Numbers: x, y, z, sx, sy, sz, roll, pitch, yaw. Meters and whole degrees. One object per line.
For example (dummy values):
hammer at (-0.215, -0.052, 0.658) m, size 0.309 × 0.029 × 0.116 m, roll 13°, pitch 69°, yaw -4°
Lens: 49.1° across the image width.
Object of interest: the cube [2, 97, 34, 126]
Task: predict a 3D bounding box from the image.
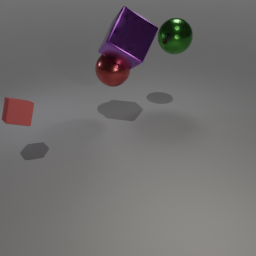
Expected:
cube at (-3.228, -0.483, 8.196) m, size 0.700 × 0.700 × 0.700 m, roll 7°, pitch 6°, yaw -33°

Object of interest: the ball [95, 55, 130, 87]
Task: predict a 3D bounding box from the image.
ball at (-0.607, -2.358, 11.200) m, size 1.400 × 1.400 × 1.400 m, roll 0°, pitch 29°, yaw 0°

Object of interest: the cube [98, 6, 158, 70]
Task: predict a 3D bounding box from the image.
cube at (-0.029, -3.091, 9.882) m, size 1.400 × 1.400 × 1.400 m, roll 27°, pitch -6°, yaw -17°

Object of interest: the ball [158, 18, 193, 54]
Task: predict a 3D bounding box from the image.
ball at (1.899, -3.694, 11.303) m, size 1.400 × 1.400 × 1.400 m, roll 0°, pitch 29°, yaw 0°
